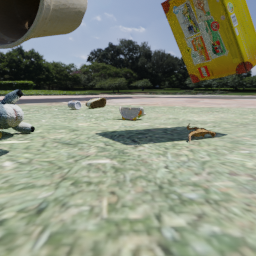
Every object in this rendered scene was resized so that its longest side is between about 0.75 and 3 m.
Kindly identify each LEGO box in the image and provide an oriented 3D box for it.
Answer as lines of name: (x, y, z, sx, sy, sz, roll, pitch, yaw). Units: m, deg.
LEGO box: (2.477, -2.895, 8.340, 1.059, 2.745, 2.044, -36, 19, -29)

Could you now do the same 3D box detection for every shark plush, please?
shark plush: (-3.943, -0.379, 7.914, 2.746, 1.248, 1.144, 5, 20, 27)

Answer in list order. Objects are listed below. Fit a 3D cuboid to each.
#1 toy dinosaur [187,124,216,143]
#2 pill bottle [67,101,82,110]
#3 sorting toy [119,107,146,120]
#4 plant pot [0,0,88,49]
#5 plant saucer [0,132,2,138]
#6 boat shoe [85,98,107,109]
toy dinosaur: (1.768, 0.105, 7.184, 1.203, 0.363, 0.639, -6, 11, -35)
pill bottle: (-3.229, -1.377, 16.800, 0.506, 0.506, 0.886, -8, 11, -43)
sorting toy: (0.281, -0.583, 11.600, 1.019, 0.545, 0.918, 4, 1, 32)
plant pot: (-1.824, -2.553, 5.426, 2.028, 2.028, 1.856, 4, 14, 23)
plant saucer: (-3.792, 0.150, 7.445, 0.782, 0.189, 0.782, -3, 9, -21)
boat shoe: (-2.022, -1.615, 17.847, 0.614, 0.684, 1.849, 10, 12, 26)
